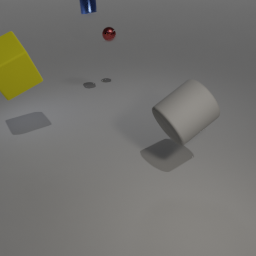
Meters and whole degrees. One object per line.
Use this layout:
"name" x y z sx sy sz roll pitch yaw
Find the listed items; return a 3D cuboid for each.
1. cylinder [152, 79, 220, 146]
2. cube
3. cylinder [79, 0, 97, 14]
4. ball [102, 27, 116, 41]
"cylinder" 1.649 -0.445 8.079 1.400 1.400 1.400 -38 38 -6
"cube" -4.009 -2.097 9.495 1.400 1.400 1.400 -33 59 -11
"cylinder" -1.718 -5.308 12.068 0.700 0.700 0.700 -4 24 2
"ball" -0.960 -4.762 14.202 0.700 0.700 0.700 0 29 0
